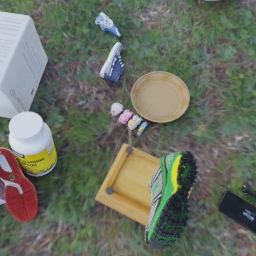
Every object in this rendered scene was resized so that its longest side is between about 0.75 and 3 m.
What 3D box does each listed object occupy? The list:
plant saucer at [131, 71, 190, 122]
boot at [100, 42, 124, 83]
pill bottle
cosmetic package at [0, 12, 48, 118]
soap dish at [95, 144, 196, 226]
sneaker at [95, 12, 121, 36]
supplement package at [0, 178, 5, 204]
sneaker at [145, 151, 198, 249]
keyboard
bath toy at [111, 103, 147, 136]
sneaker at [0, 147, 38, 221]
[{"bbox_3d":[1.224,-1.145,10.779,2.218,0.393,2.218,0,66,0],"label":"plant saucer"},{"bbox_3d":[-0.457,-2.645,11.398,0.759,0.612,1.681,24,76,2],"label":"boot"},{"bbox_3d":[-3.037,0.529,8.970,1.254,2.230,1.254,3,54,-4],"label":"pill bottle"},{"bbox_3d":[-4.748,-2.236,10.113,2.458,2.473,2.956,11,67,3],"label":"cosmetic package"},{"bbox_3d":[0.611,1.893,9.048,2.757,1.120,2.169,24,68,9],"label":"soap dish"},{"bbox_3d":[-0.842,-4.409,12.200,0.570,0.560,1.480,-42,67,-2],"label":"sneaker"},{"bbox_3d":[-4.856,1.555,8.648,1.172,2.113,1.646,-19,68,-8],"label":"supplement package"},{"bbox_3d":[0.885,1.621,6.436,0.890,0.972,2.282,41,58,-28],"label":"sneaker"},{"bbox_3d":[4.048,2.683,9.214,1.952,0.201,1.240,32,76,12],"label":"keyboard"},{"bbox_3d":[-0.041,-0.341,10.372,1.514,0.658,0.560,37,107,15],"label":"bath toy"},{"bbox_3d":[-3.669,1.717,9.304,0.987,1.455,2.520,-18,101,-14],"label":"sneaker"}]
